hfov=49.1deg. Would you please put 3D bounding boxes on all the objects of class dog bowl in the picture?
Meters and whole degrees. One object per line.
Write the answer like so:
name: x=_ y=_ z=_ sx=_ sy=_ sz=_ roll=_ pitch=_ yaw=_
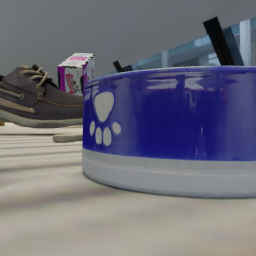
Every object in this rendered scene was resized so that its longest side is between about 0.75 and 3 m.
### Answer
dog bowl: x=0.269 y=-0.001 z=1.206 sx=0.925 sy=0.364 sz=0.925 roll=0 pitch=2 yaw=0

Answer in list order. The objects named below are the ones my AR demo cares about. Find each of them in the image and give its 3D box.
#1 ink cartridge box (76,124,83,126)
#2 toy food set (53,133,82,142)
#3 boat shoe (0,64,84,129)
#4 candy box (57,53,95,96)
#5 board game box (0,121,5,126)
ink cartridge box: x=-1.466 y=-0.604 z=12.808 sx=2.366 sy=0.980 sz=1.724 roll=-1 pitch=1 yaw=-18
toy food set: x=0.357 y=-0.070 z=2.906 sx=2.049 sy=0.411 sz=1.414 roll=1 pitch=2 yaw=22
boat shoe: x=-1.572 y=-0.526 z=4.296 sx=2.395 sy=0.878 sz=0.892 roll=4 pitch=15 yaw=-1
candy box: x=-1.655 y=-1.459 z=9.501 sx=0.803 sy=1.796 sz=2.634 roll=3 pitch=24 yaw=0
board game box: x=-5.268 y=-0.144 z=9.681 sx=0.922 sy=0.289 sz=1.930 roll=-1 pitch=4 yaw=12
